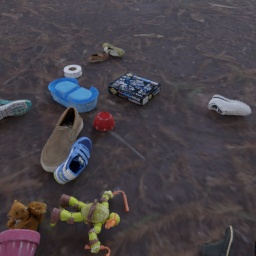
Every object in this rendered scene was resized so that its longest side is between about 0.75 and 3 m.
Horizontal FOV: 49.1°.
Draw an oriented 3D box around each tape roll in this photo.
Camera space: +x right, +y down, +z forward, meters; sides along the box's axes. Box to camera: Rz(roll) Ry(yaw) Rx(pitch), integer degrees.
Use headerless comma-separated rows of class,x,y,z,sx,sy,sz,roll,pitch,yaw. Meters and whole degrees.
tape roll,-2.916,-2.982,14.791,0.920,0.322,0.920,0,40,0

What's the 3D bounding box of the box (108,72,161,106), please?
box,0.305,-1.909,13.377,2.022,0.465,1.607,25,46,27

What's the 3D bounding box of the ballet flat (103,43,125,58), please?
ballet flat,-0.982,-4.572,16.562,1.706,0.603,0.603,27,47,28

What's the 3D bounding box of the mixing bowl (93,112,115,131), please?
mixing bowl,-0.962,-0.334,11.399,0.899,0.487,0.899,6,41,-5

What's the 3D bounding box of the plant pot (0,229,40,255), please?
plant pot,-2.765,3.130,7.022,0.997,0.997,0.892,-3,55,-3

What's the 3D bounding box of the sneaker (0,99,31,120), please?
sneaker,-5.159,-0.935,11.934,1.944,0.754,0.887,-18,50,-23

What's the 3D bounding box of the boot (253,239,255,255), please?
boot,4.294,2.692,6.966,1.936,0.842,2.328,32,59,5

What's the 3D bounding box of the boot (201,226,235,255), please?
boot,2.381,3.051,7.472,0.792,0.443,1.145,10,40,20

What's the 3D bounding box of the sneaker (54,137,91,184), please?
sneaker,-1.666,1.034,9.444,0.801,0.720,1.948,-26,28,42

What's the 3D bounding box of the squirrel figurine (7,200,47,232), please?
squirrel figurine,-2.805,2.389,7.719,0.762,1.004,1.076,18,36,38

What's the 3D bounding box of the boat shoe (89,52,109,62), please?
boat shoe,-1.657,-4.108,16.050,1.222,0.439,0.463,-21,44,-23

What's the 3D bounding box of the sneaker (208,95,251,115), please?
sneaker,4.344,-0.818,12.045,1.741,0.665,0.701,20,54,29

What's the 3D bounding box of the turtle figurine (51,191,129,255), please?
turtle figurine,-1.085,2.512,7.797,1.985,0.793,2.462,7,40,9

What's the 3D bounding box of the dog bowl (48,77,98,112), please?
dog bowl,-2.471,-1.504,12.767,2.568,0.637,1.432,28,47,28

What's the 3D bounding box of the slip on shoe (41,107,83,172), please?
slip on shoe,-2.402,0.331,10.353,1.106,0.881,2.908,9,41,11
